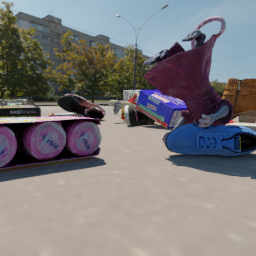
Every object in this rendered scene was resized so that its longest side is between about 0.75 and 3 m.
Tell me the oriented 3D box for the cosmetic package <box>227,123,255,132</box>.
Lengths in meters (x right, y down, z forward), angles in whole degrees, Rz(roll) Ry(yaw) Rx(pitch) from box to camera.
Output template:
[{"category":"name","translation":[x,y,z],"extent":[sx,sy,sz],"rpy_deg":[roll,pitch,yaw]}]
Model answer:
[{"category":"cosmetic package","translation":[3.281,0.183,6.860],"extent":[1.499,0.548,0.776],"rpy_deg":[7,9,43]}]

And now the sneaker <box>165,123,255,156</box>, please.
[{"category":"sneaker","translation":[1.763,0.243,5.675],"extent":[1.963,0.647,0.770],"rpy_deg":[0,3,-6]}]

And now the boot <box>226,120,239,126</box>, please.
[{"category":"boot","translation":[2.995,-0.464,8.840],"extent":[1.813,1.308,0.657],"rpy_deg":[9,-16,28]}]

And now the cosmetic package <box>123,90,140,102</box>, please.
[{"category":"cosmetic package","translation":[0.613,-1.511,17.662],"extent":[1.431,1.736,1.432],"rpy_deg":[2,6,22]}]

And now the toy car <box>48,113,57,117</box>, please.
[{"category":"toy car","translation":[-4.036,-0.431,13.175],"extent":[1.514,0.504,0.743],"rpy_deg":[-3,8,-24]}]

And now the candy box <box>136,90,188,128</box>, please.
[{"category":"candy box","translation":[2.040,-0.910,12.422],"extent":[2.591,0.998,2.190],"rpy_deg":[-4,29,-37]}]

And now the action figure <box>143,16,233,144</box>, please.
[{"category":"action figure","translation":[1.655,-0.734,6.597],"extent":[2.099,2.819,1.888],"rpy_deg":[-46,20,-25]}]

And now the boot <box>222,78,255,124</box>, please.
[{"category":"boot","translation":[4.458,-1.195,12.646],"extent":[2.733,2.114,1.007],"rpy_deg":[3,7,30]}]

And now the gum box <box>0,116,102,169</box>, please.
[{"category":"gum box","translation":[-1.788,0.201,5.357],"extent":[2.373,0.785,1.347],"rpy_deg":[-4,6,-36]}]

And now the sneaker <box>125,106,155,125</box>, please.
[{"category":"sneaker","translation":[0.629,-0.622,12.984],"extent":[1.250,0.891,2.520],"rpy_deg":[-4,0,15]}]

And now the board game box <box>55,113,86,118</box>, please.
[{"category":"board game box","translation":[-3.390,-0.670,16.296],"extent":[1.359,0.346,2.021],"rpy_deg":[3,6,28]}]

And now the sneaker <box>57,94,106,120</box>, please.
[{"category":"sneaker","translation":[-2.502,-1.093,15.261],"extent":[2.776,1.050,1.603],"rpy_deg":[15,10,-11]}]

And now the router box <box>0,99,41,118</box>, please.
[{"category":"router box","translation":[-5.235,-0.610,11.536],"extent":[2.807,0.872,2.103],"rpy_deg":[-4,16,-31]}]

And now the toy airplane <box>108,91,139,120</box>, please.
[{"category":"toy airplane","translation":[0.204,-0.999,14.537],"extent":[1.956,1.380,1.947],"rpy_deg":[-11,-31,20]}]
